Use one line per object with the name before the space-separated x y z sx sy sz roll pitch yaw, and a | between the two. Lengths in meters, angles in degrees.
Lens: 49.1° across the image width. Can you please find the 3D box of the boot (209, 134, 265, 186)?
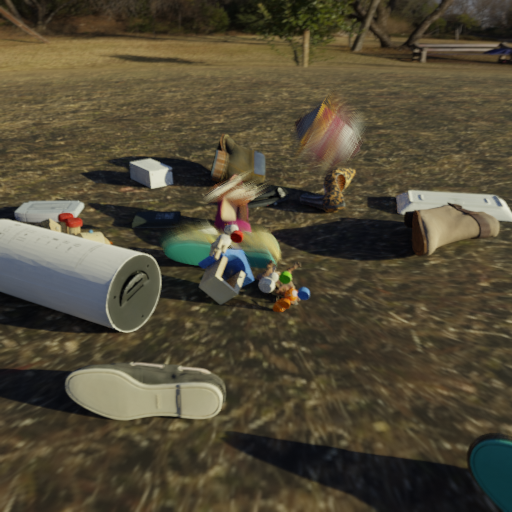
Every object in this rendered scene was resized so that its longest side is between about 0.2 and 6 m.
boot | -0.480 -2.625 15.908 1.434 1.106 2.959 15 26 -6

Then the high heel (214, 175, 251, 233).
high heel | -0.438 -0.988 11.481 0.739 1.054 2.193 13 16 -22

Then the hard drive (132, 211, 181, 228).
hard drive | -2.218 -0.816 12.517 1.015 0.167 0.708 -1 24 -2

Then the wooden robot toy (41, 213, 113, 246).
wooden robot toy | -3.059 -0.224 10.342 1.044 1.014 2.301 -6 24 -44

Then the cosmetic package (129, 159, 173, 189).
cosmetic package | -2.900 -2.277 15.431 0.706 0.507 1.250 -16 30 -32

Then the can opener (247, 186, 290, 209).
can opener | 0.231 -1.364 13.618 1.313 0.516 0.416 -18 69 -29

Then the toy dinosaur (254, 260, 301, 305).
toy dinosaur | 0.307 0.425 9.414 1.064 0.457 0.721 9 31 32

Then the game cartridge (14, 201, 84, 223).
game cartridge | -4.765 -1.021 12.903 1.367 0.277 0.912 -1 20 -1

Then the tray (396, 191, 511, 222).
tray | 4.699 -1.242 13.351 2.603 0.289 1.397 4 25 10

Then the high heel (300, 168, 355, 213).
high heel | 2.122 -1.602 13.582 1.837 0.656 1.309 -35 32 -27

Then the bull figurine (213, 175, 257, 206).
bull figurine | -0.388 -1.214 10.542 0.538 0.289 0.887 -29 -29 28

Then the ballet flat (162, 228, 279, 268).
ballet flat | -0.618 -0.192 10.172 2.096 0.741 0.741 4 24 5

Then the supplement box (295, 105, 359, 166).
supplement box | 0.974 -1.625 7.635 0.466 0.361 0.844 -27 -32 30

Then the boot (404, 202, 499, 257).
boot | 3.928 -0.545 11.122 1.688 0.811 2.309 2 23 5

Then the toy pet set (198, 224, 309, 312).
toy pet set | -0.114 0.167 8.918 1.481 1.586 0.842 -32 25 37

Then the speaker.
speaker | -3.020 0.252 8.794 3.014 1.224 1.224 12 27 26

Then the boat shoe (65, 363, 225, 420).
boat shoe | -1.281 1.580 6.652 1.848 0.618 0.527 6 11 2

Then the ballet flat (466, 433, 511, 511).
ballet flat | 3.121 2.275 4.910 2.425 0.822 0.877 19 10 36
